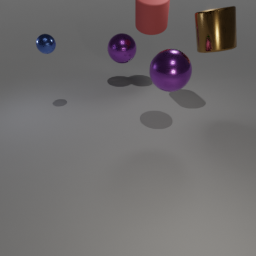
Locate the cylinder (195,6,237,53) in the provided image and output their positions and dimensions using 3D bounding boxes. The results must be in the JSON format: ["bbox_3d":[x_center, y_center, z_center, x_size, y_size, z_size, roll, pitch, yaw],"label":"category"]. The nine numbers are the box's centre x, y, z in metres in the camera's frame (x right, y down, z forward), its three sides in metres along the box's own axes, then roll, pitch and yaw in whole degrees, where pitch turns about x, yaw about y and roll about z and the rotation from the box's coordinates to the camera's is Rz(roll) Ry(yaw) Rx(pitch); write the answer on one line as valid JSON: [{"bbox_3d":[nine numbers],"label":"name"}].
[{"bbox_3d":[3.166,-3.538,10.110,1.400,1.400,1.400,-8,19,3],"label":"cylinder"}]

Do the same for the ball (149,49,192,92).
[{"bbox_3d":[1.409,-1.902,9.295,1.400,1.400,1.400,0,32,0],"label":"ball"}]

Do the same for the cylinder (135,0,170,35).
[{"bbox_3d":[1.008,-4.910,11.775,1.400,1.400,1.400,-1,54,1],"label":"cylinder"}]

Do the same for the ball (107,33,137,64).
[{"bbox_3d":[-0.285,-3.813,13.444,1.400,1.400,1.400,0,32,0],"label":"ball"}]

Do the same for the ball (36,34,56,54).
[{"bbox_3d":[-2.965,-3.039,10.125,0.700,0.700,0.700,0,32,0],"label":"ball"}]
